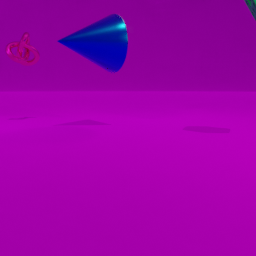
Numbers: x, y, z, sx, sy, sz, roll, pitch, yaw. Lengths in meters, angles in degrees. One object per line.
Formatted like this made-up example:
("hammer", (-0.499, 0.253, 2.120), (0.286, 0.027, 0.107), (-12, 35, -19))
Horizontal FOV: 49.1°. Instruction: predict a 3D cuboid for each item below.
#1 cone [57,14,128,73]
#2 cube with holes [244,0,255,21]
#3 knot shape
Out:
("cone", (-1.148, -2.366, 7.781), (1.680, 1.674, 1.674), (-8, 11, -32))
("cube with holes", (2.973, -3.020, 5.970), (0.873, 0.873, 0.873), (-28, -6, 21))
("knot shape", (-3.501, -2.689, 9.443), (0.536, 1.085, 1.160), (15, 5, 28))
